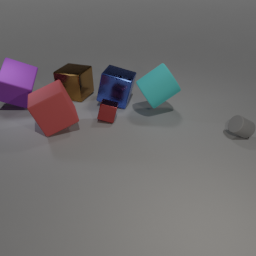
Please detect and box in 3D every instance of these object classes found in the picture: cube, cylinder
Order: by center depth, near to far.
[{"bbox_3d":[4.231,-0.044,10.437,0.700,0.700,0.700,21,20,-26],"label":"cylinder"},{"bbox_3d":[-2.905,-0.788,10.881,1.400,1.400,1.400,-27,33,-3],"label":"cube"},{"bbox_3d":[-0.837,-0.723,11.711,0.700,0.700,0.700,15,24,-3],"label":"cube"},{"bbox_3d":[1.292,-1.784,11.928,1.400,1.400,1.400,-34,29,9],"label":"cylinder"},{"bbox_3d":[-4.926,-1.963,12.380,1.400,1.400,1.400,15,53,-20],"label":"cube"},{"bbox_3d":[-0.524,-1.949,13.131,1.400,1.400,1.400,17,31,3],"label":"cube"},{"bbox_3d":[-2.659,-2.280,13.935,1.400,1.400,1.400,11,34,18],"label":"cube"}]
